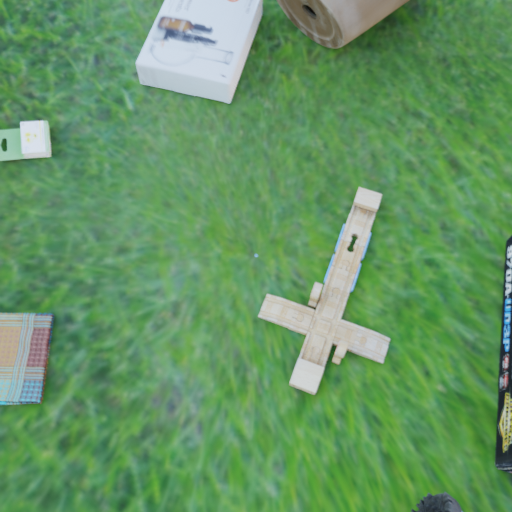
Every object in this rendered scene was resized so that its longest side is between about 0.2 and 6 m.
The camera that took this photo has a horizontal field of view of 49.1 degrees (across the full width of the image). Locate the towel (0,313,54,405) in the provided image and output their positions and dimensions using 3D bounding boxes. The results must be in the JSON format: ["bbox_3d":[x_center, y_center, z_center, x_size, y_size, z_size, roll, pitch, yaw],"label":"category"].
[{"bbox_3d":[-3.960,1.474,8.095,1.879,0.204,1.378,-1,67,0],"label":"towel"}]

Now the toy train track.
[{"bbox_3d":[1.259,0.359,8.393,1.952,0.554,3.403,19,67,8],"label":"toy train track"}]

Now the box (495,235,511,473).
[{"bbox_3d":[4.942,1.440,7.758,2.841,0.822,3.574,12,67,5],"label":"box"}]

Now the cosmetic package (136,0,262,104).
[{"bbox_3d":[-0.984,-4.001,10.263,1.719,0.589,2.280,14,67,4],"label":"cosmetic package"}]

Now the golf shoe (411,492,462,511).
[{"bbox_3d":[2.317,4.385,6.492,1.412,1.162,2.988,16,67,-13],"label":"golf shoe"}]

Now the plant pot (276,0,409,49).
[{"bbox_3d":[1.674,-5.161,9.841,2.840,2.840,2.464,40,90,16],"label":"plant pot"}]

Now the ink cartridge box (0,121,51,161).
[{"bbox_3d":[-3.960,-1.954,9.505,0.873,0.209,0.635,-7,70,-13],"label":"ink cartridge box"}]
